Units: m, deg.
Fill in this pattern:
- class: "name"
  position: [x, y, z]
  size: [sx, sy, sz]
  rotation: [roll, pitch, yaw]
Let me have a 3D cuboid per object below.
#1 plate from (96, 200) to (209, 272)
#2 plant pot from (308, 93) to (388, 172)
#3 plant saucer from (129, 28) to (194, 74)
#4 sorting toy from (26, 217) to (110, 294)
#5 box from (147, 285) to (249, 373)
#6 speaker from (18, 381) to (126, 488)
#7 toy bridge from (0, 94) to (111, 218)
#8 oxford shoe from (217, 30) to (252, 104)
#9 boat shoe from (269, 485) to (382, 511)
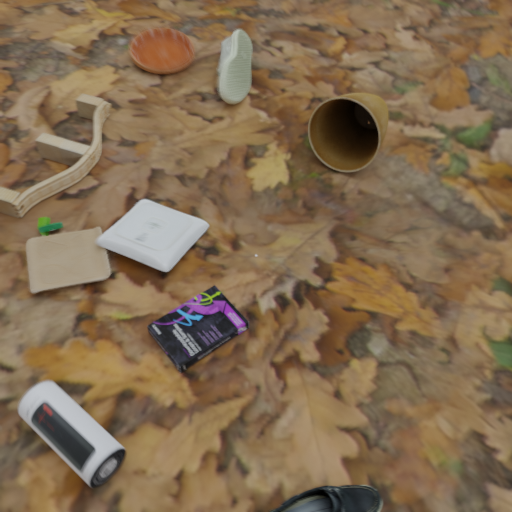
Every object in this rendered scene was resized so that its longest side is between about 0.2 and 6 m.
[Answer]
- class: "plate"
  position: [-2.054, -0.520, 11.233]
  size: [1.680, 0.272, 1.683]
  rotation: [21, 44, 15]
- class: "plant pot"
  position: [2.322, -3.033, 12.761]
  size: [1.680, 1.680, 1.803]
  rotation: [25, 41, 19]
- class: "plant saucer"
  position: [-2.608, -5.653, 15.540]
  size: [1.776, 0.287, 1.776]
  rotation: [3, 59, -4]
- class: "sorting toy"
  position: [-3.756, -0.133, 11.068]
  size: [1.470, 0.293, 1.989]
  rotation: [-13, 51, -14]
- class: "box"
  position: [-1.026, 1.261, 9.910]
  size: [1.480, 0.267, 1.058]
  rotation: [-32, 57, -23]
- class: "speaker"
  position: [-2.799, 2.659, 8.467]
  size: [1.728, 0.702, 0.702]
  rotation: [33, 57, 24]
- class: "toy bridge"
  position: [-4.316, -2.361, 12.758]
  size: [1.334, 0.540, 3.969]
  rotation: [17, 52, 10]
- class: "oxford shoe"
  position: [-0.650, -4.905, 14.784]
  size: [0.751, 0.977, 2.599]
  rotation: [-18, 50, 32]
- class: "boat shoe"
  position: [0.953, 3.532, 7.803]
  size: [1.745, 0.579, 0.652]
  rotation: [-7, 50, -6]
